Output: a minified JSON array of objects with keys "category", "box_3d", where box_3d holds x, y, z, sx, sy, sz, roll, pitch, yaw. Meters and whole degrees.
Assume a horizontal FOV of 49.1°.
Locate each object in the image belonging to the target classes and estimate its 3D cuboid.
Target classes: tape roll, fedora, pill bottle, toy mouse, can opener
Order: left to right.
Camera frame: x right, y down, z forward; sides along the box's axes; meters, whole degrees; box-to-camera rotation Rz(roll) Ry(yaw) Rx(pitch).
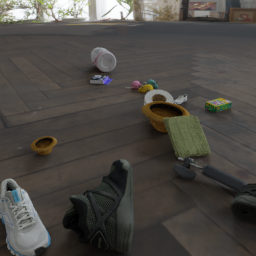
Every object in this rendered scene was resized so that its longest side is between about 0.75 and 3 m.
[{"category":"fedora","box_3d":[-2.787,0.631,9.361,0.901,0.368,0.901,-1,31,1]},{"category":"pill bottle","box_3d":[-1.728,-4.652,18.838,1.297,1.297,2.288,-9,28,-17]},{"category":"toy mouse","box_3d":[0.907,-2.394,15.359,1.995,0.386,1.773,3,27,6]},{"category":"tape roll","box_3d":[1.332,-1.114,12.294,1.274,0.446,1.274,2,48,-2]},{"category":"fedora","box_3d":[1.431,-0.371,10.897,1.919,0.783,1.919,5,30,-3]},{"category":"can opener","box_3d":[2.234,1.380,7.866,2.014,0.673,0.537,25,-1,31]}]

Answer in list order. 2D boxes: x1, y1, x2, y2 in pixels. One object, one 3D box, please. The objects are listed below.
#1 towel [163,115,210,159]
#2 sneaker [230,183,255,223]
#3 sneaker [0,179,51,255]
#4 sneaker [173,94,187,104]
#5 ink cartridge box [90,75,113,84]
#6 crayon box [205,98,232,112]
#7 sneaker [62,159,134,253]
[{"category":"towel","box_3d":[1.996,0.261,9.535,1.284,0.316,1.731,-5,52,-12]},{"category":"sneaker","box_3d":[3.591,1.819,6.516,2.066,0.790,1.183,11,35,32]},{"category":"sneaker","box_3d":[-2.435,1.898,6.204,0.829,0.959,2.213,-19,33,-35]},{"category":"sneaker","box_3d":[2.498,-1.391,13.426,0.341,0.331,0.934,22,34,37]},{"category":"ink cartridge box","box_3d":[-1.548,-2.841,16.434,1.087,0.236,1.077,6,27,10]},{"category":"crayon box","box_3d":[4.117,-1.049,12.767,1.055,0.307,0.627,-16,31,-29]},{"category":"sneaker","box_3d":[-0.651,1.611,6.649,1.559,1.040,2.721,6,32,-2]}]
